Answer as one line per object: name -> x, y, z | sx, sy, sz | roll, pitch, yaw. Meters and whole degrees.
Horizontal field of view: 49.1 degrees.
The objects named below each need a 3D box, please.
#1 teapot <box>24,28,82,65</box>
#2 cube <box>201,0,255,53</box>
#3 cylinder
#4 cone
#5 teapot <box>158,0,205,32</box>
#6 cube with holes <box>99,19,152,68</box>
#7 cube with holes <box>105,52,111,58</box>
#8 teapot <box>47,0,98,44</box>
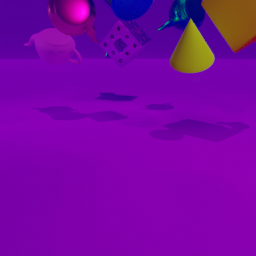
teapot -> -2.470, -2.619, 9.213 | 2.066, 1.012, 1.285 | 22, 45, 0
cube -> 2.671, -2.660, 5.790 | 1.349, 1.349, 1.349 | -31, -3, -24
cylinder -> -0.107, -3.548, 7.050 | 1.203, 1.203, 1.203 | -10, 53, -32
cone -> 1.301, -1.800, 5.767 | 0.948, 0.952, 0.948 | -7, 47, 8
teapot -> 1.780, -3.622, 8.977 | 1.955, 1.216, 0.957 | -38, 18, -25
cube with holes -> -0.095, -3.624, 11.810 | 1.351, 1.351, 1.351 | -40, 6, 34
cube with holes -> -0.677, -3.704, 13.132 | 0.745, 0.745, 0.745 | -3, 6, -9
teapot -> -1.480, -3.053, 7.539 | 2.030, 1.262, 0.994 | 42, -7, -21
